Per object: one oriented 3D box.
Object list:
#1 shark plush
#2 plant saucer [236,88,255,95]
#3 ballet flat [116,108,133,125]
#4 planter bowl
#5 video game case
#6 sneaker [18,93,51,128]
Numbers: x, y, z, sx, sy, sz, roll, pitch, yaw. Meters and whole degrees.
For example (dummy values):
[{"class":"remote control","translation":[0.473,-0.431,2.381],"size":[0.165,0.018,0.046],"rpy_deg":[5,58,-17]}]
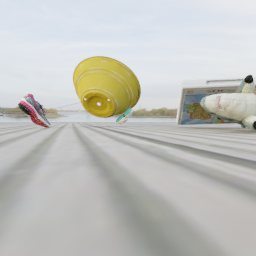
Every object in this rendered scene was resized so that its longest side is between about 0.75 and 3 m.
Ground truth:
[{"class":"shark plush","translation":[2.213,-0.407,5.743],"size":[0.917,1.001,2.202],"rpy_deg":[-12,-4,28]},{"class":"plant saucer","translation":[3.118,-0.542,6.524],"size":[1.329,0.196,1.329],"rpy_deg":[29,-2,1]},{"class":"ballet flat","translation":[-0.067,-0.421,10.448],"size":[0.914,0.317,0.317],"rpy_deg":[-37,-21,33]},{"class":"planter bowl","translation":[-0.955,-1.201,10.461],"size":[2.727,2.727,1.136],"rpy_deg":[1,46,18]},{"class":"video game case","translation":[2.681,-0.691,8.198],"size":[2.367,0.287,2.600],"rpy_deg":[-1,-21,6]},{"class":"sneaker","translation":[-2.713,-0.469,8.469],"size":[0.530,0.490,1.314],"rpy_deg":[9,-33,28]}]
